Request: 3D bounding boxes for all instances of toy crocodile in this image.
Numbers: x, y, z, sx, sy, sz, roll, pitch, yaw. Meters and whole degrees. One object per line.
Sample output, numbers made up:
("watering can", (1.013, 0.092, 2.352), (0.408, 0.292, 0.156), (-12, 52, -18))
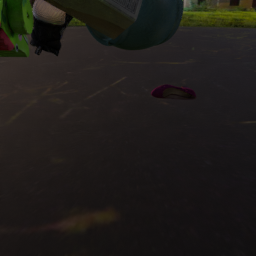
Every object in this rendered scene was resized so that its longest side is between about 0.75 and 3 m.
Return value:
("toy crocodile", (-1.438, -1.244, 2.707), (0.785, 0.718, 2.326), (1, -14, -9))

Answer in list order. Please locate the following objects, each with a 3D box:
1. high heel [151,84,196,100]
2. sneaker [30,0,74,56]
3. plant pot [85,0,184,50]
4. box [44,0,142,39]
("high heel", (0.934, -0.694, 5.693), (0.886, 0.299, 0.426), (-10, 34, -12))
("sneaker", (-2.079, -2.888, 7.830), (0.935, 1.410, 2.478), (22, 32, -7))
("plant pot", (-0.126, -3.431, 7.959), (2.799, 2.799, 1.875), (22, 45, 40))
("box", (-1.073, -3.150, 5.657), (2.784, 1.322, 1.082), (24, -16, -24))
